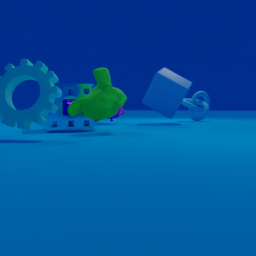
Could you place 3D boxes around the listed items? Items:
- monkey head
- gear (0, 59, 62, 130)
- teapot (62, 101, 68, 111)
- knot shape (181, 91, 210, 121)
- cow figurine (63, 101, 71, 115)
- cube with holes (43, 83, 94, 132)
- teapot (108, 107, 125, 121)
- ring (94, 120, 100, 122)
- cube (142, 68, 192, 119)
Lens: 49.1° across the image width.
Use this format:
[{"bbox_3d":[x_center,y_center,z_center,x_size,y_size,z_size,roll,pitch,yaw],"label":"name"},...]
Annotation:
[{"bbox_3d":[-0.626,-0.737,6.358,1.515,1.090,0.913,-18,1,-38],"label":"monkey head"},{"bbox_3d":[-1.869,-0.613,5.106,1.268,1.268,0.234,0,-12,7],"label":"gear"},{"bbox_3d":[-2.657,-0.911,12.555,0.842,1.719,1.069,33,45,29],"label":"teapot"},{"bbox_3d":[3.032,-1.069,12.782,1.364,1.458,0.673,17,-30,9],"label":"knot shape"},{"bbox_3d":[-1.609,-0.432,8.778,0.768,1.377,1.400,7,-36,6],"label":"cow figurine"},{"bbox_3d":[-1.590,-0.533,7.317,1.170,1.170,1.170,-1,4,-21],"label":"cube with holes"},{"bbox_3d":[-0.655,-0.523,10.146,1.196,0.586,0.744,-8,-3,29],"label":"teapot"},{"bbox_3d":[-1.364,-0.747,10.598,1.864,0.373,1.864,-12,-25,-6],"label":"ring"},{"bbox_3d":[1.486,-1.334,10.547,1.286,1.286,1.286,30,27,7],"label":"cube"}]
